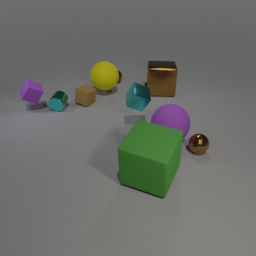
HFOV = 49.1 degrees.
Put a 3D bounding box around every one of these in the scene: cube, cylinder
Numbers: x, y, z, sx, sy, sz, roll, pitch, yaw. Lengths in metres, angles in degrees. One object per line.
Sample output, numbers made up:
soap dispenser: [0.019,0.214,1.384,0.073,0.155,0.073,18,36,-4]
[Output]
cube: [0.381,-1.169,10.609,0.700,0.700,0.700,17,47,-22]
cube: [-1.966,-1.517,12.986,0.700,0.700,0.700,25,33,19]
cube: [-4.201,-1.585,12.214,0.700,0.700,0.700,17,30,-38]
cylinder: [-3.117,-1.206,12.531,0.700,0.700,0.700,5,36,8]
cube: [1.672,-2.509,14.092,1.400,1.400,1.400,2,29,3]
cube: [0.656,0.845,7.994,1.400,1.400,1.400,15,42,21]

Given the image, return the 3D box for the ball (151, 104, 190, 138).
ball: [1.519,-0.165,10.020,1.400,1.400,1.400,0,30,0]

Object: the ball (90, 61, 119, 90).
ball: [-1.164,-2.579,13.875,1.400,1.400,1.400,0,30,0]

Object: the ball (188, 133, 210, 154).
ball: [2.428,0.533,9.581,0.700,0.700,0.700,0,30,0]

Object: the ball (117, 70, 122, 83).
ball: [-0.654,-2.845,15.454,0.700,0.700,0.700,0,30,0]
